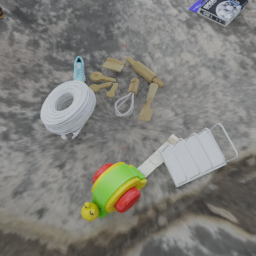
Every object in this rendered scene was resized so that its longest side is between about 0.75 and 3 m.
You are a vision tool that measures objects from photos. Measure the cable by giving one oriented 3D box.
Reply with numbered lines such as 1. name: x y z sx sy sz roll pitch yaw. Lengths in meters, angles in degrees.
1. cable: -1.473 -0.513 6.783 1.432 0.496 1.432 23 70 39

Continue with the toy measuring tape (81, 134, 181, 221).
1. toy measuring tape: 0.168 0.939 6.199 2.971 1.093 1.093 -38 66 -20

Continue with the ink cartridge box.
1. ink cartridge box: 3.149 -4.314 9.760 1.516 0.329 1.502 35 66 20

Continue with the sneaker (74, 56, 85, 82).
1. sneaker: -1.443 -1.697 8.150 0.345 0.382 0.933 -9 59 -4

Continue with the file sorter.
1. file sorter: 1.590 0.597 6.387 1.371 0.854 0.951 -22 75 -12

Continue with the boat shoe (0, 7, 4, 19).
1. boat shoe: -4.919 -4.168 9.577 1.406 0.494 0.495 15 62 10

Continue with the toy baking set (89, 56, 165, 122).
1. toy baking set: 0.033 -1.115 7.710 2.430 0.283 1.865 39 61 23
